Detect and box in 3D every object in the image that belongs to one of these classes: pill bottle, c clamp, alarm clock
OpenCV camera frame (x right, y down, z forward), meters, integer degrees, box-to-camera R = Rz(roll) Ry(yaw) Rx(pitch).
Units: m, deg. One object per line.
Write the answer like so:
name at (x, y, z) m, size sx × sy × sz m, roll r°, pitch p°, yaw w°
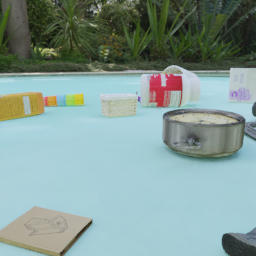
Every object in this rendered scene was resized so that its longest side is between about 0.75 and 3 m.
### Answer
pill bottle at (2.137, -1.951, 14.462) m, size 2.955 × 1.659 × 1.659 m, roll 0°, pitch 13°, yaw 0°
c clamp at (4.532, 0.023, 8.658) m, size 1.994 × 0.316 × 2.334 m, roll -1°, pitch 17°, yaw 1°
alarm clock at (1.736, 0.154, 6.845) m, size 1.997 × 0.985 × 2.960 m, roll 7°, pitch 13°, yaw 26°

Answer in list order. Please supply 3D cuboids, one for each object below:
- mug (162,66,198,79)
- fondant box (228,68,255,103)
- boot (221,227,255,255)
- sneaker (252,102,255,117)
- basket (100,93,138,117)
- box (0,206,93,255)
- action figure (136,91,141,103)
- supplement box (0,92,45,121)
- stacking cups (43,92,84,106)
mug at (3.228, -2.783, 17.639) m, size 2.105 × 2.054 × 2.565 m, roll -1°, pitch 17°, yaw -41°
fondant box at (7.107, -2.384, 15.759) m, size 2.644 × 1.907 × 0.770 m, roll 4°, pitch 14°, yaw 15°
boot at (1.757, 1.351, 3.170) m, size 1.074 × 0.390 × 0.977 m, roll 2°, pitch 13°, yaw -24°
sneaker at (6.443, -0.726, 10.734) m, size 2.945 × 0.983 × 1.578 m, roll -8°, pitch 16°, yaw -19°
basket at (-0.399, -0.988, 11.994) m, size 1.445 × 0.891 × 0.980 m, roll -4°, pitch 13°, yaw -23°
box at (-1.081, 1.328, 3.701) m, size 0.981 × 0.104 × 0.802 m, roll 4°, pitch 14°, yaw 20°
action figure at (0.763, -1.854, 16.119) m, size 0.527 × 0.800 × 1.616 m, roll -3°, pitch 11°, yaw -13°
supplement box at (-4.898, -0.874, 11.345) m, size 0.971 × 1.004 × 2.918 m, roll 7°, pitch 17°, yaw 37°
stacking cups at (-3.466, -1.396, 14.615) m, size 2.323 × 0.703 × 0.703 m, roll -7°, pitch 14°, yaw -6°
